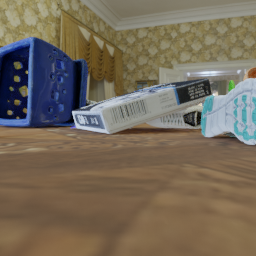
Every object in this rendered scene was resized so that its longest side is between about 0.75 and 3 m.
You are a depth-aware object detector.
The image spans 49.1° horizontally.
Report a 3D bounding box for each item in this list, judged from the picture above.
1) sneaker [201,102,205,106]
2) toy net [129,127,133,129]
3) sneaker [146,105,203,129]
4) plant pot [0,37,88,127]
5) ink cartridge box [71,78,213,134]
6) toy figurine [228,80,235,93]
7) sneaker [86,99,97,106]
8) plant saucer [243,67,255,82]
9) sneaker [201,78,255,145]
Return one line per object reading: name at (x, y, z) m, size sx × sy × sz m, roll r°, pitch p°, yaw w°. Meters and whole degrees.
sneaker at (3.043, -0.545, 9.645) m, size 0.944 × 0.974 × 2.667 m, roll -5°, pitch 0°, yaw 14°
toy net at (-0.548, -0.159, 8.511) m, size 0.875 × 0.322 × 1.668 m, roll -2°, pitch 3°, yaw -39°
sneaker at (1.461, -0.342, 8.064) m, size 2.179 × 0.832 × 0.877 m, roll -1°, pitch 12°, yaw 18°
plant pot at (-2.965, -1.338, 9.774) m, size 2.711 × 2.711 × 2.438 m, roll 1°, pitch -3°, yaw 43°
ink cartridge box at (0.121, -0.592, 7.264) m, size 2.879 × 0.631 × 2.906 m, roll -19°, pitch 10°, yaw -25°
toy figurine at (4.819, -0.862, 10.261) m, size 2.035 × 1.660 × 2.211 m, roll -3°, pitch -24°, yaw 13°
sneaker at (-1.607, -0.580, 11.248) m, size 1.182 × 1.023 × 2.728 m, roll 5°, pitch -1°, yaw -38°
plant saucer at (2.999, -0.473, 5.101) m, size 1.945 × 0.364 × 1.945 m, roll 10°, pitch 40°, yaw -9°
sneaker at (1.927, -0.201, 4.072) m, size 1.036 × 0.881 × 2.270 m, roll 3°, pitch 3°, yaw -7°
